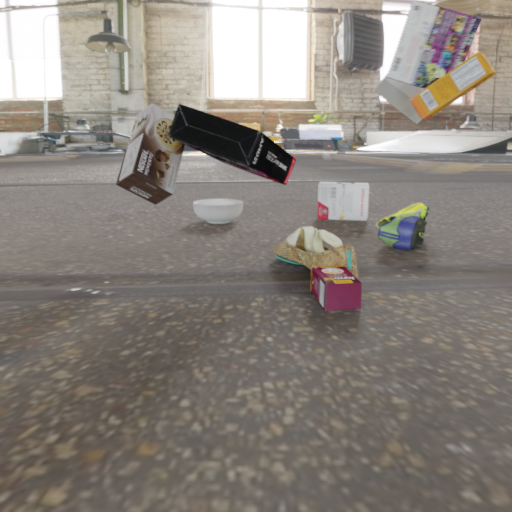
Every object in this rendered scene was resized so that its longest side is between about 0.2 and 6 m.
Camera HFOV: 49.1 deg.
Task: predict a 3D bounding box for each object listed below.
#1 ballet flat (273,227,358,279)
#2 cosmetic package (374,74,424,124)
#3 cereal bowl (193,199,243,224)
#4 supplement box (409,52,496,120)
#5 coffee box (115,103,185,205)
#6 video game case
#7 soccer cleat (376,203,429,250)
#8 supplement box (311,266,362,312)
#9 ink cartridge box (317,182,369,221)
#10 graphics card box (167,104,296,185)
[{"bbox_3d":[1.110,-0.122,10.483,0.878,0.813,2.492,-3,14,-28],"label":"ballet flat"},{"bbox_3d":[3.255,-3.501,12.188,1.240,0.459,0.630,39,-16,-2],"label":"cosmetic package"},{"bbox_3d":[-1.049,-1.223,15.493,1.368,0.570,1.368,0,14,0],"label":"cereal bowl"},{"bbox_3d":[2.671,-2.305,7.639,1.078,0.371,0.359,-30,-3,32],"label":"supplement box"},{"bbox_3d":[-2.143,-2.119,11.730,1.006,1.780,0.710,28,-31,-33],"label":"coffee box"},{"bbox_3d":[3.241,-3.814,10.317,1.277,1.409,0.252,20,26,10],"label":"video game case"},{"bbox_3d":[3.372,-0.774,12.976,1.100,0.851,2.631,11,18,15],"label":"soccer cleat"},{"bbox_3d":[1.234,0.491,8.766,0.570,0.442,1.032,-2,14,-7],"label":"supplement box"},{"bbox_3d":[2.454,-1.552,15.854,1.409,1.040,0.603,3,15,8],"label":"ink cartridge box"},{"bbox_3d":[-0.359,-2.106,10.974,1.707,0.692,2.721,23,5,15],"label":"graphics card box"}]
